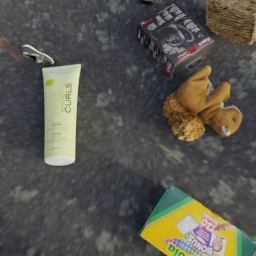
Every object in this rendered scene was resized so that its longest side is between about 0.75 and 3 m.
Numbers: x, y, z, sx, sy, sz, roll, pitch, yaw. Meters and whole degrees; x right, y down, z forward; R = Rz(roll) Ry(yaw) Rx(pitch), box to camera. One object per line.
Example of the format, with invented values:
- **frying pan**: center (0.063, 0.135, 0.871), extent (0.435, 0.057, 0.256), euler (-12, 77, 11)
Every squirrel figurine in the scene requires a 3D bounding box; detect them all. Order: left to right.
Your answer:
- **squirrel figurine**: center (1.968, -0.396, 7.436), extent (1.917, 1.357, 1.790), euler (-37, 84, 3)

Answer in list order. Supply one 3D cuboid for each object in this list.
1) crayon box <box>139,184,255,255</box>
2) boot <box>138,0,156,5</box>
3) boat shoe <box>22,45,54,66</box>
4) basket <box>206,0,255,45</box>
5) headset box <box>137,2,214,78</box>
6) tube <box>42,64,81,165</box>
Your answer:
- **crayon box**: center (1.582, 2.576, 6.507), extent (2.340, 0.682, 1.390), euler (33, 74, 11)
- **boot**: center (0.921, -4.397, 9.218), extent (1.017, 0.352, 0.885), euler (10, 72, 13)
- **boat shoe**: center (-2.611, -2.022, 8.099), extent (0.344, 0.957, 0.324), euler (-17, 60, 41)
- **basket**: center (3.379, -3.388, 8.294), extent (1.298, 1.243, 1.742), euler (-42, 56, -15)
- **headset box**: center (1.415, -2.560, 8.310), extent (1.460, 0.757, 1.961), euler (-35, 75, -11)
- **tube**: center (-1.855, -0.486, 7.628), extent (0.855, 0.765, 2.947), euler (15, 59, -36)
